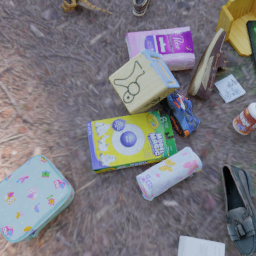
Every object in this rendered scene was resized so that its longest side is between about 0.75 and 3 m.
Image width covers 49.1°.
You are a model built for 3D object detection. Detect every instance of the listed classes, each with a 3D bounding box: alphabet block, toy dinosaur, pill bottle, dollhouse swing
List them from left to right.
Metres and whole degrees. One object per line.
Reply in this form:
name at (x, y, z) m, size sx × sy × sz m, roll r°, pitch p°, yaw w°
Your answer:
toy dinosaur at (-1.750, -4.570, 10.018) m, size 2.193 × 0.663 × 1.165 m, roll 43°, pitch 75°, yaw 13°
alphabet block at (0.486, -1.286, 7.917) m, size 1.306 × 1.283 × 1.276 m, roll -33°, pitch 82°, yaw 25°
dollhouse swing at (4.081, -3.510, 9.377) m, size 1.595 × 1.450 × 1.402 m, roll -30°, pitch 63°, yaw -10°
pill bottle at (3.591, -0.329, 8.045) m, size 0.617 × 1.099 × 0.617 m, roll 12°, pitch 52°, yaw -16°

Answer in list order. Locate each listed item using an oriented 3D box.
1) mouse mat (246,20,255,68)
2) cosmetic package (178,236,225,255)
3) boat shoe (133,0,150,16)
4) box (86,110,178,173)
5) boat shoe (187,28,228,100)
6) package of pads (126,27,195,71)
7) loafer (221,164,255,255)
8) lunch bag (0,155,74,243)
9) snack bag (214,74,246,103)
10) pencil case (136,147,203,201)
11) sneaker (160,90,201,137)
mouse mat at (5.017, -2.790, 9.594) m, size 1.690 × 0.079 × 2.100 m, roll -3°, pitch 75°, yaw -5°
cosmetic package at (1.860, 3.320, 7.254) m, size 1.007 × 0.843 × 0.838 m, roll 10°, pitch 70°, yaw 4°
boat shoe at (0.565, -4.903, 10.201) m, size 0.603 × 0.499 × 1.677 m, roll 15°, pitch 72°, yaw 5°
box at (0.141, 0.381, 8.385) m, size 2.563 × 0.620 × 1.504 m, roll -10°, pitch 72°, yaw -5°
boat shoe at (2.777, -2.035, 9.080) m, size 0.883 × 0.885 × 2.454 m, roll 25°, pitch 77°, yaw 3°
package of pads at (1.047, -2.521, 9.235) m, size 2.178 × 0.824 × 1.312 m, roll -6°, pitch 74°, yaw -2°
loafer at (2.824, 2.083, 7.287) m, size 0.785 × 0.897 × 2.495 m, roll 31°, pitch 43°, yaw -24°
lunch bag at (-2.680, 1.985, 7.721) m, size 2.160 × 0.833 × 1.732 m, roll -41°, pitch 79°, yaw -12°
snack bag at (3.328, -1.298, 9.215) m, size 0.771 × 0.087 × 0.817 m, roll -28°, pitch 74°, yaw -10°
pencil case at (1.173, 1.297, 7.980) m, size 1.890 × 0.857 × 0.786 m, roll -28°, pitch 47°, yaw -10°
sneaker at (1.555, -0.738, 8.757) m, size 0.807 × 0.775 × 2.057 m, roll -22°, pitch 82°, yaw -15°
